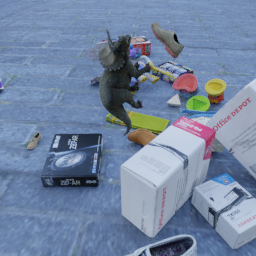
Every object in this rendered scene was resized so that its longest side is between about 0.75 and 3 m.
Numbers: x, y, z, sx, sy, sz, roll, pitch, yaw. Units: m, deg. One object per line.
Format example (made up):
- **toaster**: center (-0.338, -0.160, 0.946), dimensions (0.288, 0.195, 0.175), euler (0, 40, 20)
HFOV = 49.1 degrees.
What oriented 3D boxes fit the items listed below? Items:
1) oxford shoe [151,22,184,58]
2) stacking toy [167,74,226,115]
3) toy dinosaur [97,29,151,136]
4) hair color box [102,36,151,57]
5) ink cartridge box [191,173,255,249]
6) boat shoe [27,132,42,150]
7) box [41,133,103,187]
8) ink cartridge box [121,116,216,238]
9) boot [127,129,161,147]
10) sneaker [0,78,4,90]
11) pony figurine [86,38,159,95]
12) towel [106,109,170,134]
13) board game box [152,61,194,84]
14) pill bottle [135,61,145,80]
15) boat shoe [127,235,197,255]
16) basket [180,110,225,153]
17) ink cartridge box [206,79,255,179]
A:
- **oxford shoe**: center (1.626, -3.703, 11.333), dimensions (0.648, 0.687, 1.838), euler (-16, 67, -53)
- **stacking toy**: center (2.997, -1.300, 12.415), dimensions (2.240, 0.946, 2.028), euler (22, 67, 32)
- **toy dinosaur**: center (-0.205, -0.982, 6.280), dimensions (1.210, 2.366, 0.910), euler (-4, 31, -27)
- **hair color box**: center (-0.109, -4.876, 16.976), dimensions (2.703, 0.828, 1.372), euler (-9, 36, -14)
- **ink cartridge box**: center (2.697, 2.126, 7.411), dimensions (1.200, 0.699, 1.659), euler (-18, 39, -23)
- **boat shoe**: center (-3.389, 0.461, 10.091), dimensions (0.287, 0.260, 0.805), euler (8, 37, 10)
- **box**: center (-1.739, 0.991, 9.185), dimensions (1.708, 0.464, 2.132), euler (0, 36, 0)
- **ink cartridge box**: center (1.088, 1.231, 7.548), dimensions (1.149, 1.973, 2.725), euler (27, 44, 32)
- **boot**: center (0.704, 0.621, 9.693), dimensions (1.498, 0.574, 1.163), euler (9, 36, -4)
- **sneaker**: center (-6.499, -2.299, 13.486), dimensions (0.730, 0.755, 1.811), euler (-17, 40, -21)
- **pony figurine**: center (-0.325, -2.941, 13.314), dimensions (2.845, 2.454, 2.947), euler (-32, 69, -25)
- **towel**: center (0.383, -0.341, 11.242), dimensions (2.409, 0.218, 1.037), euler (15, 39, 19)
- **board game box**: center (2.316, -2.863, 14.510), dimensions (1.386, 0.475, 1.676), euler (-29, 45, -31)
- **pill bottle**: center (0.203, -2.769, 14.098), dimensions (0.806, 0.806, 1.438), euler (30, 46, 34)
- **boat shoe**: center (0.424, 2.977, 6.113), dimensions (2.459, 0.842, 0.885), euler (-9, 37, -12)
- **basket**: center (2.686, -0.015, 9.880), dimensions (1.586, 1.251, 1.799), euler (3, 45, 3)
- **ink cartridge box**: center (3.993, 0.191, 8.047), dimensions (1.190, 2.043, 2.823), euler (-33, 76, -38)
